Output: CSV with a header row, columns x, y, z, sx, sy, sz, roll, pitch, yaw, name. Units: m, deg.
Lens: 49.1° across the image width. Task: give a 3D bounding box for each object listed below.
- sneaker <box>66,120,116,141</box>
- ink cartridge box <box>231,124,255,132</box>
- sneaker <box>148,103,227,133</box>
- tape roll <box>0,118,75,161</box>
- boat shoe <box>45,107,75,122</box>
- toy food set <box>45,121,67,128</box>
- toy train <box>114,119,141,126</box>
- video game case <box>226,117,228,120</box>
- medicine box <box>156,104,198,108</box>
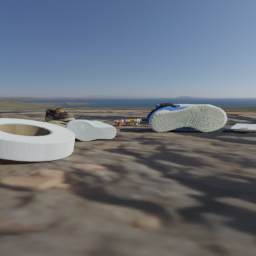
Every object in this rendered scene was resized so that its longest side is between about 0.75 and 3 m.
x,y,z,sx,sy,sz,roll,pitch,yaw,name
-1.211,0.037,8.125,1.532,0.564,0.904,8,5,-36,sneaker
4.242,0.052,10.083,0.847,0.250,1.058,4,13,33,ink cartridge box
2.106,-0.428,10.468,2.761,1.060,1.536,-7,14,-1,sneaker
-2.103,0.187,5.696,2.038,0.372,2.038,10,9,-2,tape roll
-3.697,-0.729,14.957,0.830,0.828,2.302,-5,7,-44,boat shoe
-2.449,0.132,8.035,1.689,0.491,2.446,10,7,29,toy food set
0.015,-0.229,12.585,1.158,0.322,0.870,-1,6,20,toy train
4.813,-0.608,17.182,2.116,0.188,1.514,4,6,37,video game case
2.784,-0.884,15.968,1.669,0.943,1.832,-5,6,-40,medicine box
